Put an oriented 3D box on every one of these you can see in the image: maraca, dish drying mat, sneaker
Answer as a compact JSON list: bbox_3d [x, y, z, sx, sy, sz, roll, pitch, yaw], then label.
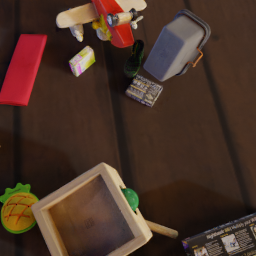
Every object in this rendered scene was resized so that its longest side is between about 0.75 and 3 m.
[{"bbox_3d":[-3.128,2.274,8.072,1.106,0.863,1.613,-22,49,-20],"label":"maraca"},{"bbox_3d":[-3.690,-2.105,9.916,1.089,0.258,2.836,4,69,12],"label":"dish drying mat"},{"bbox_3d":[0.293,-2.400,9.940,0.533,0.582,1.365,21,87,13],"label":"sneaker"}]

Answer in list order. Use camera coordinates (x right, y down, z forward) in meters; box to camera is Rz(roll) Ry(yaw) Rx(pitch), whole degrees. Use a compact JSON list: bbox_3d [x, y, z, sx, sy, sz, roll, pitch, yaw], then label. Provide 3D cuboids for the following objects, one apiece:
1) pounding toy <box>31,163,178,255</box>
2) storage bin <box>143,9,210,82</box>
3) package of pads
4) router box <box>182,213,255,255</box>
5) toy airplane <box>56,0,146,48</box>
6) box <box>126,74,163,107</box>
[{"bbox_3d":[-0.490,2.544,7.581,2.798,1.989,2.576,-32,72,0],"label":"pounding toy"},{"bbox_3d":[1.491,-2.426,8.914,1.496,2.056,1.381,40,46,9],"label":"storage bin"},{"bbox_3d":[-1.597,-2.343,9.801,0.320,0.725,0.938,41,74,13],"label":"package of pads"},{"bbox_3d":[3.119,3.656,7.576,2.691,0.703,2.116,-17,71,-6],"label":"router box"},{"bbox_3d":[-0.845,-3.964,9.795,2.658,1.876,2.646,17,59,-2],"label":"toy airplane"},{"bbox_3d":[0.560,-1.295,9.666,1.031,0.253,0.831,28,71,10],"label":"box"}]
